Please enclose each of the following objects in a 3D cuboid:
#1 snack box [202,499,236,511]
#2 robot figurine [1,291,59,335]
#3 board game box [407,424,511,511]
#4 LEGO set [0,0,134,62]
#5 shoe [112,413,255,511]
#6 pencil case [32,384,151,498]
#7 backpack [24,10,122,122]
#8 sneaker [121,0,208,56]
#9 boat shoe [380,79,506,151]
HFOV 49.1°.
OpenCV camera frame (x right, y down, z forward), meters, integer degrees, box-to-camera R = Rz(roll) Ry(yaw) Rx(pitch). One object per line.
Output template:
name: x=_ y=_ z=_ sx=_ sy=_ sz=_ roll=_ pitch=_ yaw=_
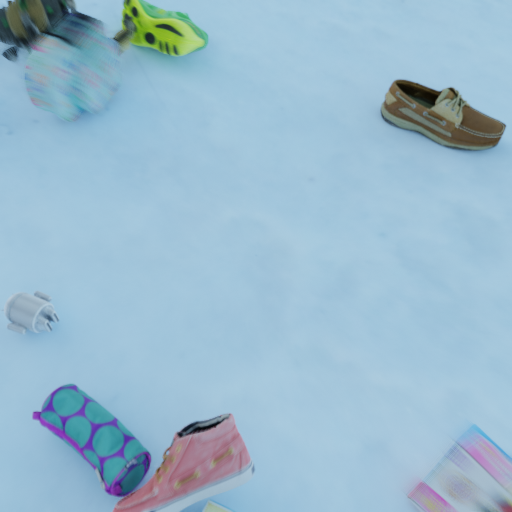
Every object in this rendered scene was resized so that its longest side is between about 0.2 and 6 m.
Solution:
snack box: x=-0.507 y=4.163 z=6.753 sx=1.163 sy=0.371 sz=2.002 roll=20 pitch=55 yaw=14
robot figurine: x=-3.698 y=0.921 z=9.139 sx=0.940 sy=0.531 sz=0.797 roll=20 pitch=52 yaw=15
board game box: x=2.971 y=3.265 z=6.661 sx=0.418 sy=1.586 sz=2.073 roll=-23 pitch=55 yaw=-35
LEGO set: x=-5.060 y=-5.532 z=13.854 sx=4.204 sy=1.191 sz=2.730 roll=38 pitch=77 yaw=7
shoe: x=-1.052 y=2.779 z=7.316 sx=1.950 sy=0.697 sz=0.887 roll=-20 pitch=93 yaw=-7
pencil case: x=-2.263 y=2.539 z=7.781 sx=1.681 sy=0.715 sz=0.777 roll=33 pitch=38 yaw=23
backpack: x=-3.905 y=-3.915 z=12.001 sx=1.536 sy=1.811 sz=2.040 roll=31 pitch=64 yaw=9
sneaker: x=-2.366 y=-5.665 z=14.034 sx=2.954 sy=1.094 sz=1.235 roll=38 pitch=34 yaw=30
boat shoe: x=3.946 y=-3.032 z=11.880 sx=2.624 sy=0.969 sz=0.993 roll=20 pitch=55 yaw=15
